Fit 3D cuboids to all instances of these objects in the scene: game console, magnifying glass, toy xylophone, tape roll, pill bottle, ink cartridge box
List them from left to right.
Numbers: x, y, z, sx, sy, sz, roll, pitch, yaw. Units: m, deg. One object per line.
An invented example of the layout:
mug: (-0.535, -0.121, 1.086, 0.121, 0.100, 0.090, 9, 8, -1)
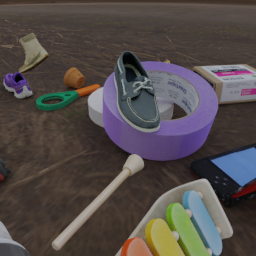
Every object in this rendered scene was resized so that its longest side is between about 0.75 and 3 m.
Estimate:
pill bottle: (-1.484, 2.071, 2.940, 1.344, 1.344, 2.363, -21, 36, -33)
magnifying glass: (-2.033, -1.122, 9.886, 2.486, 0.278, 0.990, -26, 38, -36)
tape roll: (0.078, -0.739, 8.877, 2.734, 0.499, 2.734, -1, 29, 1)
toy xylophone: (0.326, 1.592, 3.389, 0.731, 2.130, 2.909, -22, 18, 39)
tape roll: (0.780, -0.561, 7.299, 2.882, 0.946, 2.882, 3, 46, -3)
ink cartridge box: (3.714, -1.633, 10.143, 2.278, 0.856, 1.877, -5, 28, -12)
game console: (2.767, 0.556, 5.659, 2.313, 1.373, 1.993, -12, 31, -21)

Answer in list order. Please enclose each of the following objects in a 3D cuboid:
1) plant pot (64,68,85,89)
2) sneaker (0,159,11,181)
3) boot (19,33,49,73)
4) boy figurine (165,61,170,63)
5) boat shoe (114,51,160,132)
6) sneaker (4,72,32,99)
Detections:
plant pot: (-2.010, -1.867, 10.773, 0.533, 0.761, 0.761, 31, 39, 18)
sneaker: (-3.498, 0.828, 5.911, 1.971, 0.697, 0.963, 18, 52, 8)
boot: (-2.957, -2.182, 8.235, 1.075, 0.836, 0.391, -29, 10, 19)
boy figurine: (1.597, -2.736, 12.646, 0.729, 0.378, 1.172, 17, 36, 33)
boat shoe: (0.173, -0.905, 6.411, 0.866, 0.735, 2.379, -4, 46, -16)
sneaker: (-4.085, -1.750, 10.417, 0.773, 0.800, 1.917, -22, 35, -34)
